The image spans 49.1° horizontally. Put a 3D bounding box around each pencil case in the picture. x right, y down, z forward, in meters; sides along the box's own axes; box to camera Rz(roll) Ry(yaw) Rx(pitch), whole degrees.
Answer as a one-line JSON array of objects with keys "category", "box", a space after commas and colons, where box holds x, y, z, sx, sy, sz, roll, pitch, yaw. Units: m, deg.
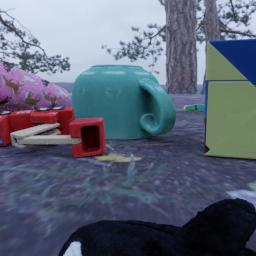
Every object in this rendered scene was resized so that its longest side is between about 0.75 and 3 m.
[{"category": "pencil case", "box": [-2.588, -0.811, 6.849, 2.473, 1.024, 1.070, 21, 33, -50]}]

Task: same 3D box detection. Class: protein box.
[{"category": "protein box", "box": [3.011, -0.589, 5.373, 2.797, 1.901, 2.818, 3, 9, 20]}]

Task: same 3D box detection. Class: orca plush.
[{"category": "orca plush", "box": [0.392, 0.656, 1.026, 1.045, 0.706, 1.986, -6, 10, -35]}]

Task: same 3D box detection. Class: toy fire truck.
[{"category": "toy fire truck", "box": [-1.644, 0.061, 5.297, 2.420, 0.590, 1.707, -5, 16, -3]}]

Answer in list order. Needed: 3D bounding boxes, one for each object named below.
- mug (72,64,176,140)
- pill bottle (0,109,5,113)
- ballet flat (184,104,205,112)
[{"category": "mug", "box": [-0.063, -0.709, 7.008, 2.707, 1.674, 2.225, 2, 9, 16]}, {"category": "pill bottle", "box": [-3.450, -0.349, 6.795, 1.230, 0.696, 0.696, 22, 1, -19]}, {"category": "ballet flat", "box": [3.185, -0.939, 13.303, 1.139, 0.380, 0.382, -3, -3, -8]}]
